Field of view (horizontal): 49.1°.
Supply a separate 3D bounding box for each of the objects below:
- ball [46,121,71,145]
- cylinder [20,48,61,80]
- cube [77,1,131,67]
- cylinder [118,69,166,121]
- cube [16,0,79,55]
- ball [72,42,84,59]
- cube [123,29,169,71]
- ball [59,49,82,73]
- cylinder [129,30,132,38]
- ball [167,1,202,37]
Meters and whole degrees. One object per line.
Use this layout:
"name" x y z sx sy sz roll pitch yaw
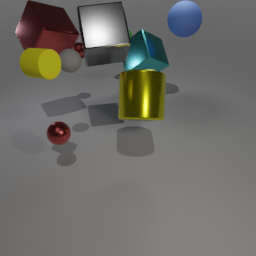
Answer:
"ball" -2.028 0.153 8.207 0.700 0.700 0.700 0 31 0
"cylinder" -2.096 -1.544 6.727 0.700 0.700 0.700 13 32 31
"cube" -0.777 -2.929 8.906 1.400 1.400 1.400 -10 -7 -7
"cylinder" 0.419 -0.936 8.460 1.400 1.400 1.400 2 0 0
"cube" -2.809 -3.274 9.720 1.400 1.400 1.400 -9 61 -46
"ball" -2.061 -3.234 11.753 0.700 0.700 0.700 0 31 0
"cube" 0.689 -3.102 12.088 1.400 1.400 1.400 -27 -22 38
"ball" -1.737 -2.003 8.365 0.700 0.700 0.700 0 31 0
"cylinder" -0.227 -4.663 14.140 0.700 0.700 0.700 13 15 21
"ball" 2.317 -4.443 11.457 1.400 1.400 1.400 0 31 0
